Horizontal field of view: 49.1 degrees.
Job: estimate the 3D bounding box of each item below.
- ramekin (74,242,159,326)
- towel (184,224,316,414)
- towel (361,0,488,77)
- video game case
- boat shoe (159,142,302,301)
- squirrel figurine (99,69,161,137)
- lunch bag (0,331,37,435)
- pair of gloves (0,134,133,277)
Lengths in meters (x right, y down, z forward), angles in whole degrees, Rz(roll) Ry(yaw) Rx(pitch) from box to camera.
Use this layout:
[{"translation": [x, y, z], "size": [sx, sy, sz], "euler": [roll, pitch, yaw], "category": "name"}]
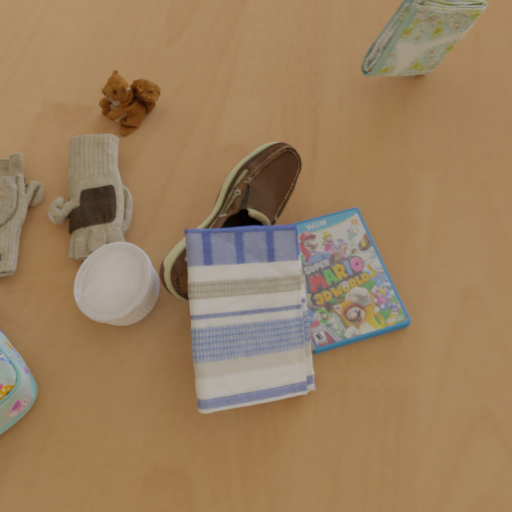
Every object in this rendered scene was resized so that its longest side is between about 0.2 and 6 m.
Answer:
[{"translation": [-2.118, 0.486, 8.750], "size": [1.316, 0.613, 1.316], "euler": [-6, 65, 13], "category": "ramekin"}, {"translation": [-0.076, 0.845, 7.937], "size": [1.876, 0.304, 2.554], "euler": [-4, 88, -28], "category": "towel"}, {"translation": [3.102, -4.086, 10.487], "size": [1.675, 1.957, 0.471], "euler": [-7, 69, -25], "category": "towel"}, {"translation": [1.326, 0.334, 9.188], "size": [1.623, 0.202, 2.267], "euler": [-15, 62, -7], "category": "video game case"}, {"translation": [-0.100, -0.526, 8.820], "size": [1.181, 1.179, 3.193], "euler": [10, 60, 54], "category": "boat shoe"}, {"translation": [-2.407, -3.034, 10.595], "size": [1.160, 1.082, 0.821], "euler": [-28, 64, -15], "category": "squirrel figurine"}, {"translation": [-4.646, 1.683, 7.984], "size": [2.106, 1.012, 2.627], "euler": [-42, 68, -18], "category": "lunch bag"}, {"translation": [-3.614, -0.859, 9.721], "size": [2.893, 0.507, 2.460], "euler": [-13, 65, -5], "category": "pair of gloves"}]
